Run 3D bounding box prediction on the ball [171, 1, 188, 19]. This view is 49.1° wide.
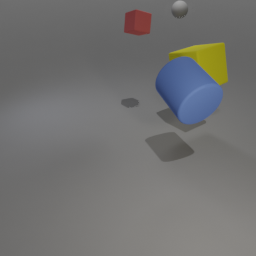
[{"bbox_3d":[2.187,-5.008,11.847,0.700,0.700,0.700,0,30,0],"label":"ball"}]

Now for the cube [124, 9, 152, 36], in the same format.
[{"bbox_3d":[0.346,-3.781,10.096,0.700,0.700,0.700,-1,9,-34],"label":"cube"}]

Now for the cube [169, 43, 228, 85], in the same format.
[{"bbox_3d":[2.510,-2.155,10.007,1.400,1.400,1.400,-23,22,-29],"label":"cube"}]

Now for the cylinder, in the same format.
[{"bbox_3d":[1.693,-1.063,7.935,1.400,1.400,1.400,-13,49,-21],"label":"cylinder"}]
